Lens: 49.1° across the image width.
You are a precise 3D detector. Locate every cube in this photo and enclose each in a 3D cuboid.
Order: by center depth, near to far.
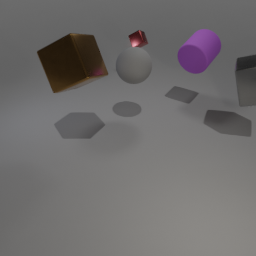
[{"bbox_3d":[-1.717,-2.051,8.924,1.400,1.400,1.400,-17,8,26],"label":"cube"},{"bbox_3d":[4.590,-1.720,9.805,1.400,1.400,1.400,-5,27,26],"label":"cube"},{"bbox_3d":[0.557,-4.711,14.946,0.700,0.700,0.700,-20,0,27],"label":"cube"}]

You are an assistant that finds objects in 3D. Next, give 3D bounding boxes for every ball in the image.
[{"bbox_3d":[0.227,-2.400,10.790,1.400,1.400,1.400,0,32,0],"label":"ball"}]

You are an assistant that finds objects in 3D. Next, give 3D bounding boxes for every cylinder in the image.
[{"bbox_3d":[3.068,-3.287,12.037,1.400,1.400,1.400,22,53,30],"label":"cylinder"}]
